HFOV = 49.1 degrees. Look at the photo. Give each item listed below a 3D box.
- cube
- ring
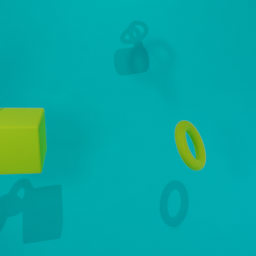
[{"bbox_3d":[-2.143,0.227,5.414,0.979,0.979,0.979,0,114,-10],"label":"cube"},{"bbox_3d":[1.314,0.359,5.861,0.218,1.090,1.090,-23,68,32],"label":"ring"}]
